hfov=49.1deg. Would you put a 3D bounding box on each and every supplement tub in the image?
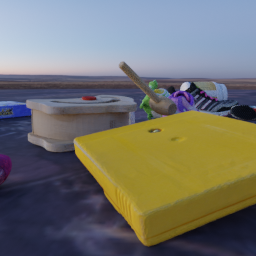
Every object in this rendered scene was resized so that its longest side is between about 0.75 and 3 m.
[{"bbox_3d":[3.011,-1.262,11.292,1.637,1.184,1.184,-1,9,-6],"label":"supplement tub"}]

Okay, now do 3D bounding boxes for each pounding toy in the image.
[{"bbox_3d":[-0.570,-0.542,5.653,2.782,1.596,1.591,-4,15,-25],"label":"pounding toy"}]

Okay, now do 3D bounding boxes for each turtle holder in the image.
[{"bbox_3d":[0.831,-0.815,8.352,0.867,1.142,0.811,-21,32,55],"label":"turtle holder"}]

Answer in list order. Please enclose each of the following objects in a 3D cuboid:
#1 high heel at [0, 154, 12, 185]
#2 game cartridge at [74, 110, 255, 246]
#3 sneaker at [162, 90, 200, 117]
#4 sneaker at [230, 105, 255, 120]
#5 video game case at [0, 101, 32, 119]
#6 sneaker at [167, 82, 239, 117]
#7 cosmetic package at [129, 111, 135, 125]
[{"bbox_3d":[-2.100,0.441,3.058,1.502,0.506,0.722,13,17,-11],"label":"high heel"},{"bbox_3d":[0.623,0.306,3.419,2.137,0.393,2.424,-13,17,-19],"label":"game cartridge"},{"bbox_3d":[1.399,-0.445,6.982,0.899,0.989,2.236,2,8,24],"label":"sneaker"},{"bbox_3d":[3.948,-0.468,9.000,1.390,0.489,0.650,0,-5,4],"label":"sneaker"},{"bbox_3d":[-4.567,-0.619,9.642,1.772,0.444,1.955,8,12,39],"label":"video game case"},{"bbox_3d":[2.492,-1.006,9.745,2.688,1.176,0.991,2,10,13],"label":"sneaker"},{"bbox_3d":[-0.329,-0.258,7.344,0.971,0.503,0.355,2,10,19],"label":"cosmetic package"}]
